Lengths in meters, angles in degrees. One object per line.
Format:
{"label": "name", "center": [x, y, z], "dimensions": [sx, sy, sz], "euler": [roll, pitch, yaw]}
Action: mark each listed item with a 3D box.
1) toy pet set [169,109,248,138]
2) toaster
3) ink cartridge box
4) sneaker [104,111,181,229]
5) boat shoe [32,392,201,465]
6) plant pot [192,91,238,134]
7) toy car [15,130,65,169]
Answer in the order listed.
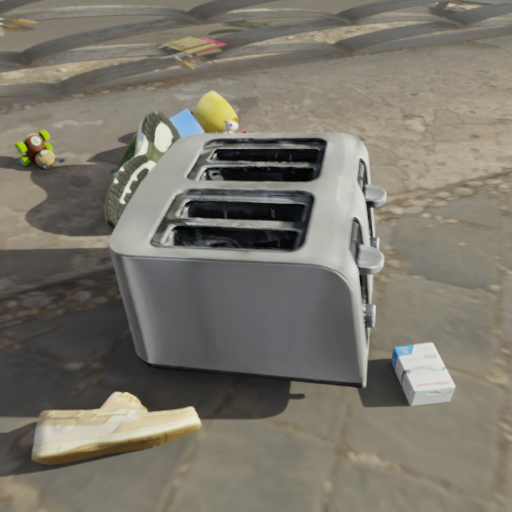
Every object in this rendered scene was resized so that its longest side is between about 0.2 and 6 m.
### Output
{"label": "toy pet set", "center": [-1.450, -3.172, 13.315], "dimensions": [1.926, 1.023, 1.798], "euler": [30, 56, 35]}
{"label": "toaster", "center": [-0.060, -0.105, 8.247], "dimensions": [3.801, 2.255, 3.437], "euler": [3, 38, 13]}
{"label": "ink cartridge box", "center": [2.314, 1.650, 7.835], "dimensions": [0.591, 0.341, 0.815], "euler": [-5, 38, -6]}
{"label": "sneaker", "center": [-2.516, -1.605, 11.721], "dimensions": [1.371, 1.190, 3.094], "euler": [-26, 36, 39]}
{"label": "boat shoe", "center": [-1.717, 2.023, 6.885], "dimensions": [2.023, 0.746, 0.700], "euler": [-8, 63, -7]}
{"label": "plant pot", "center": [-0.942, -3.320, 13.728], "dimensions": [0.820, 1.155, 1.155], "euler": [30, 45, 13]}
{"label": "toy car", "center": [-4.827, -2.287, 12.706], "dimensions": [0.925, 0.730, 0.760], "euler": [35, 55, 22]}
